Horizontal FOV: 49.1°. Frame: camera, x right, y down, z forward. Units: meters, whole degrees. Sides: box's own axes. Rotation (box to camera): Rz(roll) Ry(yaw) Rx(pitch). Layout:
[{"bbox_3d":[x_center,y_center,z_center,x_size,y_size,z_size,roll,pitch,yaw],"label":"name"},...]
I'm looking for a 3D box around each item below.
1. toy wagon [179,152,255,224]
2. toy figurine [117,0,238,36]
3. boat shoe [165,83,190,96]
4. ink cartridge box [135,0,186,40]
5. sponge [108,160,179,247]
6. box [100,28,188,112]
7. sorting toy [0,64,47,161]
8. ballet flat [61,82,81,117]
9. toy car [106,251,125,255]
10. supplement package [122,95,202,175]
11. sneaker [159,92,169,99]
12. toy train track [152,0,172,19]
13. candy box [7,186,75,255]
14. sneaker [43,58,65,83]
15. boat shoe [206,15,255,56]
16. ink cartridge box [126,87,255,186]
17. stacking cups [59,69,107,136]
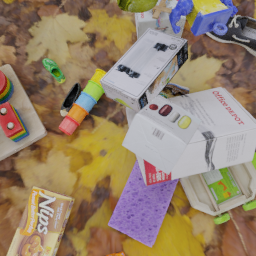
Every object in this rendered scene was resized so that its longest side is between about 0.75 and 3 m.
[{"bbox_3d":[2.857,1.348,7.914,2.645,0.523,2.053,-21,75,-7],"label":"toy wagon"},{"bbox_3d":[1.348,-2.480,5.404,2.686,1.417,1.609,-22,74,-23],"label":"toy figurine"},{"bbox_3d":[1.499,-1.185,8.777,0.852,0.308,0.308,13,75,4],"label":"boat shoe"},{"bbox_3d":[0.992,-3.616,9.085,1.509,1.091,1.096,-4,73,-1],"label":"ink cartridge box"},{"bbox_3d":[0.525,1.881,7.841,1.323,0.354,2.372,24,75,6],"label":"sponge"},{"bbox_3d":[0.428,-1.431,6.813,1.187,0.612,2.036,28,68,28],"label":"box"},{"bbox_3d":[-4.273,-0.370,8.192,2.716,0.945,2.699,-30,75,-8],"label":"sorting toy"},{"bbox_3d":[-1.803,-0.897,8.674,0.389,0.332,1.170,19,74,6],"label":"ballet flat"},{"bbox_3d":[-0.452,3.993,7.120,0.773,0.525,1.577,4,73,2],"label":"toy car"},{"bbox_3d":[0.513,0.065,4.121,0.798,0.614,0.835,32,35,11],"label":"supplement package"},{"bbox_3d":[0.829,-0.976,8.456,0.487,0.800,1.225,-43,77,-11],"label":"sneaker"},{"bbox_3d":[1.067,-3.740,8.463,0.793,0.225,1.382,20,68,15],"label":"toy train track"},{"bbox_3d":[-2.301,2.657,7.506,1.116,0.534,1.933,16,74,5],"label":"candy box"},{"bbox_3d":[-2.355,-1.889,8.921,0.379,0.428,1.024,-40,77,-10],"label":"sneaker"},{"bbox_3d":[3.695,-3.164,9.071,2.855,0.861,1.055,32,76,9],"label":"boat shoe"},{"bbox_3d":[1.562,0.136,7.437,2.861,1.186,2.100,-12,37,-4],"label":"ink cartridge box"},{"bbox_3d":[-1.280,-0.756,8.462,0.658,0.658,2.173,30,76,8],"label":"stacking cups"}]
